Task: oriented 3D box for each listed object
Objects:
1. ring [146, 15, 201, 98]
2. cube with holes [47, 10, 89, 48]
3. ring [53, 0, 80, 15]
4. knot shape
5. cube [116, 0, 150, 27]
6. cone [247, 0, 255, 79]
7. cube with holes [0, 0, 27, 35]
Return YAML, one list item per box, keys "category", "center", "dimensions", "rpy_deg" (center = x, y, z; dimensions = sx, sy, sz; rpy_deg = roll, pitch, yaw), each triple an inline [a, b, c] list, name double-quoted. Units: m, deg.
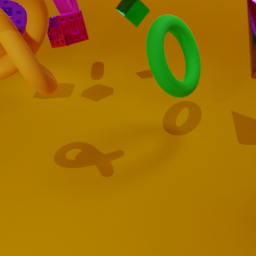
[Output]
- category: "ring"
  center: [1.197, -1.788, 7.038]
  dimensions: [0.416, 2.081, 2.081]
  rpy_deg: [-8, 21, 43]
- category: "cube with holes"
  center: [-1.842, -2.932, 8.352]
  dimensions: [0.840, 0.840, 0.840]
  rpy_deg: [10, 32, 44]
- category: "ring"
  center: [-2.224, -4.580, 9.639]
  dimensions: [0.412, 2.061, 2.061]
  rpy_deg: [-18, 32, 10]
- category: "knot shape"
  center: [-1.812, -1.354, 4.056]
  dimensions: [1.913, 1.790, 0.884]
  rpy_deg: [26, 53, -2]
- category: "cube"
  center: [0.165, -4.090, 9.673]
  dimensions: [0.722, 0.722, 0.722]
  rpy_deg: [24, 23, -47]
- category: "cone"
  center: [2.899, -2.143, 5.814]
  dimensions: [1.606, 1.606, 1.612]
  rpy_deg: [-18, 73, -26]
- category: "cube with holes"
  center: [-3.551, -3.073, 8.383]
  dimensions: [1.062, 1.062, 1.062]
  rpy_deg: [-3, 66, -12]
